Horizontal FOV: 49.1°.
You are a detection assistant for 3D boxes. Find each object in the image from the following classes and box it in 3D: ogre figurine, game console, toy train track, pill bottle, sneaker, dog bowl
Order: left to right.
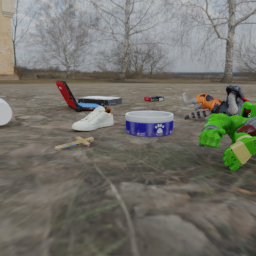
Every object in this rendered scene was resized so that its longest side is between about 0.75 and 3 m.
[{"bbox_3d":[-4.295,-0.531,8.847,0.916,0.916,1.684,-9,13,-40],"label":"pill bottle"},{"bbox_3d":[-1.180,0.383,6.249,0.903,0.147,0.518,-14,24,-33],"label":"toy train track"},{"bbox_3d":[-2.177,-1.533,13.034,1.392,2.021,2.345,-31,20,-14],"label":"game console"},{"bbox_3d":[-1.059,-0.309,8.418,0.568,0.661,1.561,10,16,36],"label":"sneaker"},{"bbox_3d":[0.597,-0.143,7.866,1.338,0.527,1.338,-1,11,0],"label":"dog bowl"},{"bbox_3d":[2.323,0.142,5.146,2.152,1.056,1.290,-11,22,7],"label":"ogre figurine"}]

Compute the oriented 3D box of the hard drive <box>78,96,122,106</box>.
[{"bbox_3d":[-1.518,-1.485,15.210,1.993,0.377,1.392,7,13,29],"label":"hard drive"}]

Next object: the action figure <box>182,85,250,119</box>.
[{"bbox_3d":[3.264,-0.578,9.706,2.327,1.258,2.406,15,-10,33],"label":"action figure"}]

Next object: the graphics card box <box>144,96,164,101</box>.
[{"bbox_3d":[1.577,-1.781,16.903,1.047,0.266,0.657,-8,14,-31],"label":"graphics card box"}]
